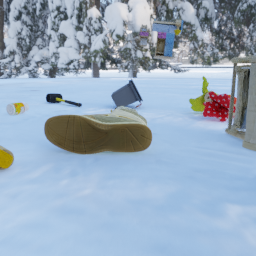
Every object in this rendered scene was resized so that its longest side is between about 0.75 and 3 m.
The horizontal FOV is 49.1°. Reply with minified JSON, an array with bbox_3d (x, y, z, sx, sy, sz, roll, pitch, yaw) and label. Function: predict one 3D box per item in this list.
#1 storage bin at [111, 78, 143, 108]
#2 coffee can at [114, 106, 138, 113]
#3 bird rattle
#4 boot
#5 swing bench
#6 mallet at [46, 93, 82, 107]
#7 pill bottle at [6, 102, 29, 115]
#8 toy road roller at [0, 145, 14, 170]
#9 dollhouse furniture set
[{"bbox_3d":[-0.049,-1.500,13.439,1.233,1.336,1.835,-27,11,7],"label":"storage bin"},{"bbox_3d":[-0.084,-0.432,9.660,0.583,0.583,0.796,-7,15,-30],"label":"coffee can"},{"bbox_3d":[3.708,-1.044,10.936,2.195,1.516,2.692,13,11,-17],"label":"bird rattle"},{"bbox_3d":[-0.668,-0.032,7.120,2.474,0.901,1.923,1,13,1],"label":"boot"},{"bbox_3d":[3.474,-0.673,7.013,1.441,2.210,2.222,1,12,6],"label":"swing bench"},{"bbox_3d":[-3.177,-1.402,14.555,2.538,0.522,0.836,15,15,33],"label":"mallet"},{"bbox_3d":[-4.571,-0.826,11.672,0.477,0.477,0.859,6,14,26],"label":"pill bottle"},{"bbox_3d":[-2.853,0.586,5.226,0.716,0.850,1.165,13,-19,46],"label":"toy road roller"},{"bbox_3d":[0.880,-2.558,8.056,1.236,0.855,1.310,6,3,4],"label":"dollhouse furniture set"}]
